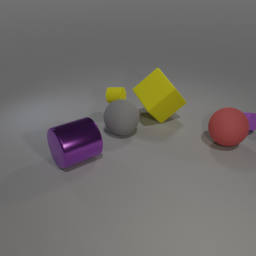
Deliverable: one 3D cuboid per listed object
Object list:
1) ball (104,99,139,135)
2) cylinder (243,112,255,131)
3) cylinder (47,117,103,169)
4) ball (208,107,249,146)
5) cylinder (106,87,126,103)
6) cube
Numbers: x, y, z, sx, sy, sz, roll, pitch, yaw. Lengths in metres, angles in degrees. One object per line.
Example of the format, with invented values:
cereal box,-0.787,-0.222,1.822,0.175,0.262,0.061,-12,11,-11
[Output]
ball,-0.251,-0.418,10.938,1.400,1.400,1.400,0,29,0
cylinder,4.741,-0.270,11.227,0.700,0.700,0.700,-15,10,-24
cylinder,-1.778,0.476,9.371,1.400,1.400,1.400,-20,35,-31
ball,3.627,-0.045,10.131,1.400,1.400,1.400,0,29,0
cylinder,-0.527,-1.434,12.299,0.700,0.700,0.700,3,28,21
cube,1.321,-1.334,11.726,1.400,1.400,1.400,-39,55,12
